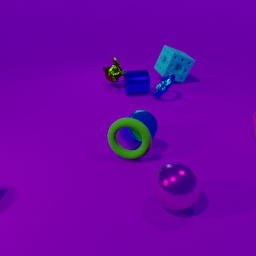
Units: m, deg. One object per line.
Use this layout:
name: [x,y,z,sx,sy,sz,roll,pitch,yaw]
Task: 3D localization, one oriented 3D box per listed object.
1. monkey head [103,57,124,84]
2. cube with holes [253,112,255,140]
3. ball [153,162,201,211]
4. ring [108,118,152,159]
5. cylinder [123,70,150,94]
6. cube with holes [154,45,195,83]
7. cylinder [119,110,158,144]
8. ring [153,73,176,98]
monkey head: [-0.644,-2.402,11.680,0.790,0.944,1.312,-29,43,-7]
cube with holes: [4.153,-0.176,7.892,0.845,0.845,0.845,7,61,2]
ball: [1.008,1.200,5.780,0.976,0.976,0.976,0,30,0]
ring: [0.037,0.282,7.119,1.139,1.139,0.228,8,25,13]
cylinder: [0.335,-1.817,11.062,0.916,0.916,0.916,-5,30,-9]
cube with holes: [1.995,-2.766,12.171,1.076,1.076,1.076,13,27,-24]
cylinder: [0.266,-0.007,7.583,0.824,0.824,0.824,-13,-4,-21]
ring: [1.387,-1.630,10.724,0.229,1.146,1.146,39,29,-12]
